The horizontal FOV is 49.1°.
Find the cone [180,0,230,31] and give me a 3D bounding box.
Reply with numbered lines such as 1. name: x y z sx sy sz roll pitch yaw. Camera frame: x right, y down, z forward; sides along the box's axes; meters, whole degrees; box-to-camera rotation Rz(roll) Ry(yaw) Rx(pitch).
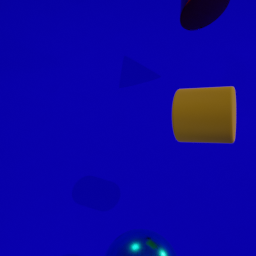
1. cone: 1.503 -3.140 6.439 1.214 1.214 1.218 -18 67 -11

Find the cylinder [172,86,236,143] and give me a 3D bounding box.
1. cylinder: 1.035 -0.170 3.749 0.733 0.733 0.733 0 56 24

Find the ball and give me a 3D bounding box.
1. ball: 0.162 1.777 3.498 0.976 0.976 0.976 0 59 0
